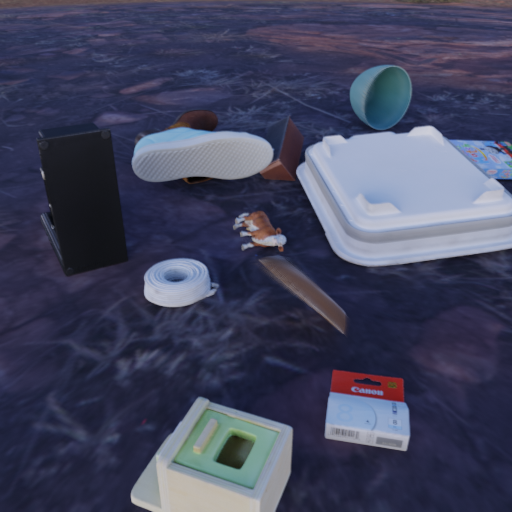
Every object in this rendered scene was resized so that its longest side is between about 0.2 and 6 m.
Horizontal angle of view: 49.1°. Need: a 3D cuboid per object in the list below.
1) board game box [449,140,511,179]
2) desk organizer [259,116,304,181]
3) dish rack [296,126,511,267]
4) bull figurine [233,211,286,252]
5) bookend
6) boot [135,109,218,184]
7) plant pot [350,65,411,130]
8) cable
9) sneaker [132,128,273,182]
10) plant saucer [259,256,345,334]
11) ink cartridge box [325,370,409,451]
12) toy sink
[{"bbox_3d":[5.511,-2.278,13.241,1.746,0.320,1.321,-2,41,-14],"label":"board game box"},{"bbox_3d":[0.618,-2.498,13.553,0.668,0.717,1.862,-22,36,32],"label":"desk organizer"},{"bbox_3d":[2.945,-1.510,11.305,3.720,0.944,4.335,-8,34,-6],"label":"dish rack"},{"bbox_3d":[0.051,-0.438,10.386,0.769,0.413,1.267,-7,31,-12],"label":"bull figurine"},{"bbox_3d":[-3.275,-1.325,9.918,1.119,2.430,2.415,-15,35,-24],"label":"bookend"},{"bbox_3d":[-1.382,-2.814,13.954,2.488,0.905,2.643,-22,38,-33],"label":"boot"},{"bbox_3d":[3.417,-4.674,16.237,1.777,1.777,1.197,-16,32,-25],"label":"plant pot"},{"bbox_3d":[-1.266,0.422,8.969,1.054,0.365,1.054,24,38,35],"label":"cable"},{"bbox_3d":[-1.192,-2.433,12.362,3.045,1.126,1.248,-3,45,-8],"label":"sneaker"},{"bbox_3d":[0.703,0.484,7.888,0.269,1.564,1.564,-49,42,0],"label":"plant saucer"},{"bbox_3d":[1.351,1.761,6.791,0.935,0.276,1.168,5,32,10],"label":"ink cartridge box"},{"bbox_3d":[-0.469,2.097,5.681,1.458,0.817,0.950,12,33,19],"label":"toy sink"}]
